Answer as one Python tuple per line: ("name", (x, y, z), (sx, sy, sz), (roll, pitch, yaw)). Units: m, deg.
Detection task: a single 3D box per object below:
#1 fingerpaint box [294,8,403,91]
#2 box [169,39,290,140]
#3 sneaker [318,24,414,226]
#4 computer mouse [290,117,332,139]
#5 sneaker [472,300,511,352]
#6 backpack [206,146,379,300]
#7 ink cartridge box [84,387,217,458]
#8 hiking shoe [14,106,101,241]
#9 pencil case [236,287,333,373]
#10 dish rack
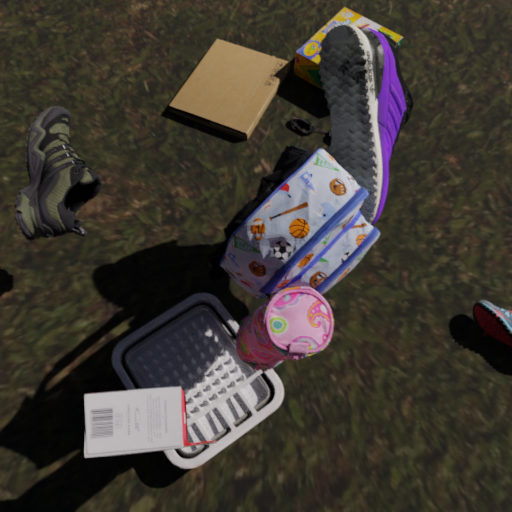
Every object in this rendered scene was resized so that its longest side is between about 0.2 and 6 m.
("fingerpaint box", (2.253, -4.931, 13.833), (1.758, 0.773, 2.108), (35, 66, 16))
("box", (-0.615, -4.138, 13.694), (2.087, 0.272, 2.553), (22, 64, 12))
("sneaker", (2.003, -2.093, 9.334), (1.637, 3.292, 1.144), (-19, 23, -39))
("computer mouse", (1.661, -2.961, 13.043), (1.830, 0.311, 0.536), (17, 64, 9))
("sneaker", (4.853, 1.357, 10.654), (1.564, 0.620, 0.747), (41, 51, 15))
("backpack", (0.571, -0.336, 8.108), (1.950, 2.412, 2.532), (38, 82, 9))
("ink cartridge box", (-1.249, 2.070, 7.021), (1.473, 1.678, 0.704), (-3, 73, -7))
("hiking shoe", (-3.374, -1.471, 9.990), (1.320, 0.993, 2.622), (2, 70, -2))
("pencil case", (0.298, 1.024, 7.351), (0.914, 2.091, 0.914), (4, 73, -13))
("dish rack", (-1.061, 2.199, 10.108), (2.294, 0.582, 2.673), (-33, 67, -15))
